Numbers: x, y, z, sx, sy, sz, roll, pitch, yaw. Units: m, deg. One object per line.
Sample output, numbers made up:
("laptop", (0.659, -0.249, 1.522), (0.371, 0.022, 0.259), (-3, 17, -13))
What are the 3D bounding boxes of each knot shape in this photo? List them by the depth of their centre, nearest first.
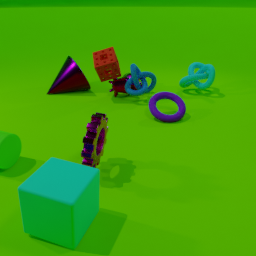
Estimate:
("knot shape", (0.455, -1.507, 9.112), (1.043, 1.115, 0.515), (9, -14, -28))
("knot shape", (2.535, -1.905, 9.972), (1.350, 0.624, 1.263), (-8, 37, 37))

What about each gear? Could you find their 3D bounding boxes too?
("gear", (-0.614, 0.241, 5.332), (0.195, 1.055, 1.055), (11, 27, 8))

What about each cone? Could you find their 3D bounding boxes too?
("cone", (-2.293, -1.583, 9.931), (1.402, 1.397, 1.397), (-36, 35, -10))

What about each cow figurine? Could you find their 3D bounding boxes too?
("cow figurine", (-0.052, -1.593, 9.888), (1.437, 0.802, 1.460), (-8, 18, -13))

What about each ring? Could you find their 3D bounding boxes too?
("ring", (1.111, -0.603, 7.925), (1.071, 0.214, 1.071), (3, 55, -5))

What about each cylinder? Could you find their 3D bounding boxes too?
("cylinder", (-2.671, 0.402, 5.655), (0.719, 0.719, 0.719), (11, 28, 15))

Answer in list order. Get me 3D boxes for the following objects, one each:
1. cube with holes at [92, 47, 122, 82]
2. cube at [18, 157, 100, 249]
("cube with holes", (-0.678, -2.055, 9.080), (0.703, 0.703, 0.703), (-15, 57, 7))
("cube", (-0.967, 1.067, 4.124), (0.841, 0.841, 0.841), (12, 28, 15))
